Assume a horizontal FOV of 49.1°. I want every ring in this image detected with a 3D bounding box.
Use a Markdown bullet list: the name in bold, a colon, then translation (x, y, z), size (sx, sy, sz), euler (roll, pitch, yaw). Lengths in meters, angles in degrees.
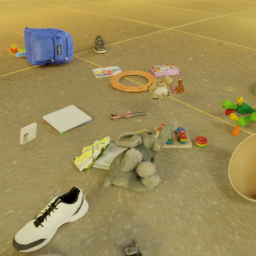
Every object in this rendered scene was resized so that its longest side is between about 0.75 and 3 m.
- **ring**: translation (0.311, -2.458, 14.908), size (2.494, 0.239, 2.494), euler (0, 36, 0)

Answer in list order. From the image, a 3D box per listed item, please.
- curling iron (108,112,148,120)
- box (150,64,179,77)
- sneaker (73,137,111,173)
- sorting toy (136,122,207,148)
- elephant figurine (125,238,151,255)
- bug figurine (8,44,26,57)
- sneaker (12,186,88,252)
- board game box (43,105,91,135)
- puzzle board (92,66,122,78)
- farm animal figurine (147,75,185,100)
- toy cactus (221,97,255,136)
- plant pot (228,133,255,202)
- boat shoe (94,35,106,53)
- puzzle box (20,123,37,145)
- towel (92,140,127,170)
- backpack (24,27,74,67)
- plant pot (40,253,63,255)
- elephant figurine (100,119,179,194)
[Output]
- **curling iron**: translation (0.015, -0.593, 12.199), size (1.793, 0.229, 0.445), euler (-7, 35, -10)
- **box**: translation (2.099, -3.332, 16.103), size (1.444, 0.282, 0.988), euler (-8, 35, -11)
- **sneaker**: translation (-1.153, 0.756, 9.350), size (0.603, 0.595, 1.578), euler (37, 55, 11)
- **sorting toy**: translation (1.639, 0.208, 10.852), size (2.670, 0.452, 1.287), euler (-1, 34, 0)
- **elephant figurine**: translation (0.137, 3.079, 6.745), size (0.799, 0.620, 0.565), euler (23, 83, 46)
- **bug figurine**: translation (-6.870, -5.029, 18.348), size (1.640, 0.544, 2.115), euler (-17, 33, -32)
- **sneaker**: translation (-2.063, 2.325, 7.435), size (0.815, 0.885, 2.212), euler (29, 46, 33)
- **board game box**: translation (-2.578, -0.371, 11.909), size (1.515, 0.196, 1.515), euler (-27, 44, -33)
- **puzzle board**: translation (-1.182, -3.258, 16.138), size (1.605, 0.140, 1.210), euler (-10, 36, -15)
- **farm animal figurine**: translation (1.397, -1.625, 10.938), size (1.499, 0.790, 1.516), euler (-20, 11, -22)
- **toy cactus**: translation (5.277, -0.413, 11.286), size (2.946, 1.507, 2.431), euler (15, 19, 25)
- **plant pot**: translation (4.274, 1.314, 8.169), size (1.427, 2.126, 2.126), euler (31, 22, -30)
- **boat shoe**: translation (-1.977, -5.797, 19.280), size (0.786, 0.723, 2.200), euler (-5, 35, -8)
- **puzzle box**: translation (-3.163, 0.165, 8.913), size (0.099, 0.517, 0.777), euler (14, 17, 9)
- **towel**: translation (-0.720, 0.974, 9.868), size (1.394, 0.336, 1.193), euler (9, 39, 12)
- **backpack**: translation (-4.520, -4.714, 16.580), size (2.626, 2.134, 2.204), euler (-12, 34, -32)
- **plant pot**: translation (-2.020, 3.438, 4.518), size (2.939, 2.939, 2.550), euler (30, 28, 36)
- **elephant figurine**: translation (0.430, 0.787, 9.066), size (1.887, 1.721, 2.433), euler (18, 43, 1)
